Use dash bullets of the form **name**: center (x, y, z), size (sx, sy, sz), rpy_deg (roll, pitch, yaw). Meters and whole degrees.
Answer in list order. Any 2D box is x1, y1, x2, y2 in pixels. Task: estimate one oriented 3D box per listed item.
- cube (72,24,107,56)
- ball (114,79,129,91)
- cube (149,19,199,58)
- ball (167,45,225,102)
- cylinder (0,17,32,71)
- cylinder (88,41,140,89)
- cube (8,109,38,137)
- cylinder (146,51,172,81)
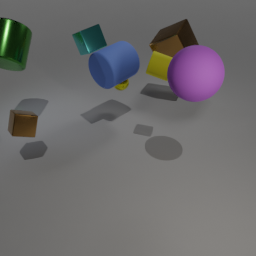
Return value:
- **cube**: center (-1.204, -2.755, 8.784), size (0.700, 0.700, 0.700), rpy_deg (-32, 23, -24)
- **ball**: center (-0.306, -1.923, 11.787), size (0.700, 0.700, 0.700), rpy_deg (0, 32, 0)
- **cube**: center (2.012, -3.525, 12.012), size (1.400, 1.400, 1.400), rpy_deg (-9, 37, 40)
- **ball**: center (1.694, -1.360, 7.060), size (1.400, 1.400, 1.400), rpy_deg (0, 32, 0)
- **cylinder**: center (-4.237, -2.913, 9.920), size (1.400, 1.400, 1.400), rpy_deg (8, -8, 1)
- **cylinder**: center (-0.519, -2.369, 10.505), size (1.400, 1.400, 1.400), rpy_deg (26, 47, 35)
- **cube**: center (-3.299, -0.143, 8.771), size (0.700, 0.700, 0.700), rpy_deg (5, 12, -35)
- **cylinder**: center (0.970, -1.840, 8.342), size (0.700, 0.700, 0.700), rpy_deg (21, 34, 2)
